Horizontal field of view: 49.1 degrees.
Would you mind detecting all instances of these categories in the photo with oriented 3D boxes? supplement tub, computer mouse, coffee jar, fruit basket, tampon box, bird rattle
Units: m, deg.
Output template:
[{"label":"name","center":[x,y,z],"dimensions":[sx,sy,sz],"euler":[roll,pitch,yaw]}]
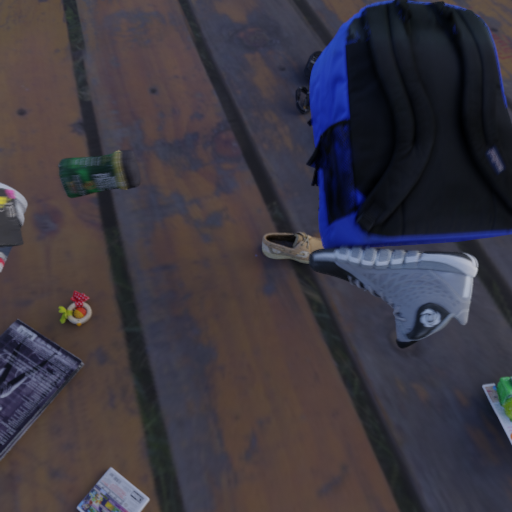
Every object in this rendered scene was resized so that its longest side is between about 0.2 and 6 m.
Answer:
[{"label":"supplement tub","center":[-4.474,-0.436,9.260],"dimensions":[0.976,0.976,1.390],"euler":[9,62,6]},{"label":"computer mouse","center":[1.455,-4.565,14.821],"dimensions":[0.678,0.394,2.312],"euler":[28,59,-10]},{"label":"coffee jar","center":[-2.452,-1.301,8.856],"dimensions":[1.179,0.615,0.503],"euler":[-10,43,-1]},{"label":"fruit basket","center":[4.607,2.586,9.149],"dimensions":[1.313,0.664,1.417],"euler":[-5,33,-3]},{"label":"tampon box","center":[-4.033,-0.443,7.573],"dimensions":[1.312,0.983,0.828],"euler":[-9,93,-3]},{"label":"bird rattle","center":[-3.414,1.050,10.693],"dimensions":[0.577,0.398,0.707],"euler":[35,47,10]}]

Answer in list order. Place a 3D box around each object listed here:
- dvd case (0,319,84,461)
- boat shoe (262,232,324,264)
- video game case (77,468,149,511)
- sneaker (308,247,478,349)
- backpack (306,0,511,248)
[{"label":"dvd case","center":[-4.377,2.333,9.755],"dimensions":[1.661,0.178,2.234],"euler":[27,58,18]},{"label":"boat shoe","center":[0.886,-0.198,11.436],"dimensions":[1.531,0.494,0.545],"euler":[0,53,0]},{"label":"video game case","center":[-2.215,3.846,8.689],"dimensions":[0.828,0.095,0.754],"euler":[30,59,19]},{"label":"sneaker","center":[1.781,0.578,7.774],"dimensions":[2.356,0.884,1.360],"euler":[3,90,31]},{"label":"backpack","center":[2.098,-1.910,8.791],"dimensions":[2.854,2.947,3.512],"euler":[-4,88,-18]}]
